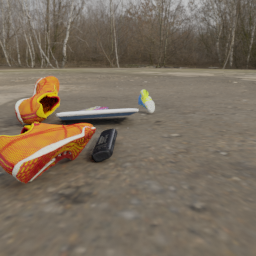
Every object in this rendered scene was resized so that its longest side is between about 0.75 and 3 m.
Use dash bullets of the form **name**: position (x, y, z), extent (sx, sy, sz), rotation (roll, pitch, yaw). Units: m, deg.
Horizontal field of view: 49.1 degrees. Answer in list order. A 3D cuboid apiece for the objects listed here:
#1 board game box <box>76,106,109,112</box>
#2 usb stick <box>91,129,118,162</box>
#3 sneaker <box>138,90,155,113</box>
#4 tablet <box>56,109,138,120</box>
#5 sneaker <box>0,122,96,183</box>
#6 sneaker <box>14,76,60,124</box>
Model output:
- **board game box**: position (-1.339, -0.635, 10.461), extent (0.663, 0.178, 1.104), rotation (12, 21, 39)
- **usb stick**: position (-0.514, 0.358, 6.483), extent (0.475, 0.279, 1.713), rotation (-17, 13, 6)
- **sneaker**: position (0.686, -0.930, 10.719), extent (0.398, 1.050, 0.552), rotation (0, -31, -27)
- **tablet**: position (-0.985, -0.447, 8.964), extent (2.444, 0.167, 1.590), rotation (-5, -1, -8)
- **sneaker**: position (-1.409, 0.187, 5.325), extent (0.955, 0.903, 2.475), rotation (39, 19, 13)
- **sneaker**: position (-2.753, -0.973, 9.609), extent (1.144, 1.082, 2.966), rotation (-7, 32, 8)
